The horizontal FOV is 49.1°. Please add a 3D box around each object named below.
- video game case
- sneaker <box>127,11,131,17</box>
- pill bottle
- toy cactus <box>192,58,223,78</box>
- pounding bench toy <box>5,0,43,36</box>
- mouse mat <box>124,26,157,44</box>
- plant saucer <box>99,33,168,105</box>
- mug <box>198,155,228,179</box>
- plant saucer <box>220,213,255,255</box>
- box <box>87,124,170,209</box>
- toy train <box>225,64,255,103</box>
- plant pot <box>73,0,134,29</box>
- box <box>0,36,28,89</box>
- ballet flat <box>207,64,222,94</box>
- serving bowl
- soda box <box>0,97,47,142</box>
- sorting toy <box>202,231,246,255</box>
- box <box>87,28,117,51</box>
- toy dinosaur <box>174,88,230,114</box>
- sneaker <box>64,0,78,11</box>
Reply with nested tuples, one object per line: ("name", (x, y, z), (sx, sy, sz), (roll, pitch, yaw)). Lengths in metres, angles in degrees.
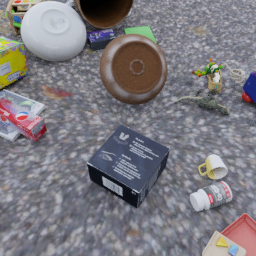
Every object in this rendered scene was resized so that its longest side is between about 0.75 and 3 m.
("video game case", (-4.145, -0.501, 9.675), (1.891, 0.221, 1.720), (20, 52, 16))
("sneaker", (-0.669, -5.681, 13.641), (0.734, 0.835, 1.972), (33, 57, 26))
("pill bottle", (2.206, 1.839, 7.483), (0.982, 0.559, 0.559), (-16, 52, -13))
("toy cactus", (2.751, -1.940, 9.521), (1.002, 0.827, 0.513), (-20, 68, 31))
("pounding bench toy", (-4.664, -4.868, 12.676), (1.584, 1.261, 2.031), (-3, 50, -3))
("mouse mat", (0.559, -4.256, 12.957), (1.303, 0.061, 1.620), (-8, 49, -7))
("plant saucer", (0.266, -1.980, 9.324), (2.399, 0.439, 2.399), (-1, 94, -14))
("mug", (2.459, 1.088, 8.143), (0.706, 0.565, 0.579), (2, 42, -7))
("plant saucer", (2.869, 3.009, 6.689), (1.431, 0.263, 1.434), (-28, 55, -22))
("box", (0.037, 1.028, 7.874), (1.653, 0.987, 1.681), (27, 55, 21))
("toy train", (4.978, -1.572, 10.035), (1.682, 1.230, 2.907), (-9, 49, -21))
("plant pot", (-1.554, -6.276, 12.633), (2.660, 2.660, 2.846), (-24, 46, -19))
("box", (-5.252, -2.452, 10.284), (2.067, 1.309, 2.147), (20, 38, 17))
("ballet flat", (3.363, -2.062, 10.773), (0.603, 0.554, 1.758), (4, 50, 3))
("serving bowl", (-3.017, -4.159, 11.573), (2.699, 0.888, 2.699), (5, 73, -16))
("soda box", (-3.495, -0.288, 8.961), (1.801, 0.630, 0.571), (26, 55, 19))
("sorting toy", (2.136, 3.008, 6.417), (0.812, 0.162, 1.098), (32, 56, 24))
("box", (-1.141, -3.924, 12.409), (1.206, 0.476, 0.851), (-14, 54, -12))
("toy dinosaur", (2.719, -1.037, 10.008), (1.955, 0.464, 0.862), (14, 58, 16))
("sneaker", (-2.799, -5.809, 13.817), (2.076, 0.780, 1.193), (-32, 57, -18))
